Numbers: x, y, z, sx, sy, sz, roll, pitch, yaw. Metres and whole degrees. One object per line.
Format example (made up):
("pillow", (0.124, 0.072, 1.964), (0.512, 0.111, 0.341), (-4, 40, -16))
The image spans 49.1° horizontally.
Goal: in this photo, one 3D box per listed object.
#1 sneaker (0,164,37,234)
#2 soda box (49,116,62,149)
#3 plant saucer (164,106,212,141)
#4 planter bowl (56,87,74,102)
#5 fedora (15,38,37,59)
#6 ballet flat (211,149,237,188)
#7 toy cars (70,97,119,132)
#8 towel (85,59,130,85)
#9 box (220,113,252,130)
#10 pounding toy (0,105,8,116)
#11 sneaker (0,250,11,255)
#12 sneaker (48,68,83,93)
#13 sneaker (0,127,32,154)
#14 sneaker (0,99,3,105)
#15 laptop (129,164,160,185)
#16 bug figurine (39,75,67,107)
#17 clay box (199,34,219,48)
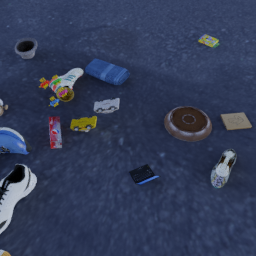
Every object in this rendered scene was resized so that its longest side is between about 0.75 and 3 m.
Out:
("sneaker", (-3.866, 2.176, 8.637), (0.933, 1.013, 2.531), (16, 51, 12))
("soda box", (-2.819, 0.153, 10.840), (0.416, 0.459, 1.311), (-4, 47, -15))
("plant saucer", (2.455, -0.276, 11.381), (1.931, 0.310, 1.931), (1, 48, -1))
("planter bowl", (-2.771, -1.403, 12.357), (0.761, 0.317, 0.761), (6, 58, -10))
("fedora", (-5.287, -4.099, 14.708), (1.164, 0.594, 1.316), (-7, 53, -4))
("ballet flat", (3.334, 1.310, 9.722), (0.599, 0.599, 1.666), (25, 52, 21))
("toy cars", (-1.249, -0.476, 11.197), (2.223, 0.492, 0.996), (-39, 51, -12))
("towel", (-1.014, -2.657, 13.459), (1.980, 0.481, 1.106), (24, 52, 20))
("box", (4.422, -0.287, 11.513), (1.029, 0.109, 0.841), (-5, 47, -4))
("pounding toy", (-5.488, -0.733, 11.856), (0.852, 0.488, 0.487), (1, 75, 13))
("sneaker", (-3.979, 4.178, 6.973), (1.051, 0.898, 2.385), (8, 38, 18))
("sneaker", (-2.702, -2.095, 12.952), (1.828, 0.643, 0.854), (-33, 75, -31))
("sneaker", (-4.840, 0.718, 10.051), (2.909, 1.143, 1.297), (4, 55, 15))
("sneaker", (-5.996, -1.410, 12.274), (1.503, 0.545, 0.857), (14, 46, 13))
("laptop", (0.554, 1.572, 9.558), (0.772, 0.450, 0.871), (-19, 50, -18))
("bug figurine", (-3.157, -1.603, 11.972), (1.030, 0.342, 1.328), (-28, 87, 6))
("clay box", (4.563, -4.859, 15.648), (1.043, 0.248, 0.599), (32, 56, 27))
